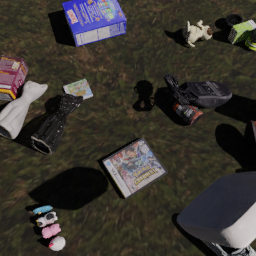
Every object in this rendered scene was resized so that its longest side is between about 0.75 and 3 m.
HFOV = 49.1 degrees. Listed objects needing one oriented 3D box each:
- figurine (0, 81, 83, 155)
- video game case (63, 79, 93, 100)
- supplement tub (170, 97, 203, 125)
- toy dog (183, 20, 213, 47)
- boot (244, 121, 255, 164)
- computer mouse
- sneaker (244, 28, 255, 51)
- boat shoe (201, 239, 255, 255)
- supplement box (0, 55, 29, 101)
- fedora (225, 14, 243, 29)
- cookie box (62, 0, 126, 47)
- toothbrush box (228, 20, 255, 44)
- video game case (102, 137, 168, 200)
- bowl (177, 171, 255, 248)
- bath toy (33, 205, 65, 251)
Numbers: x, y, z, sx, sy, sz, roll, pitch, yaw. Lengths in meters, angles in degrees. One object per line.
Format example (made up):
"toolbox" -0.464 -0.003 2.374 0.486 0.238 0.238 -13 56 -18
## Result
"figurine" -3.170 -0.591 9.996 2.511 1.081 2.450 20 59 10
"video game case" -1.933 -1.425 10.833 0.927 0.102 0.844 -21 66 -10
"supplement tub" 2.079 -0.698 10.178 0.641 0.641 1.198 -37 69 -16
"toy dog" 2.980 -3.989 11.751 1.107 0.772 1.073 -5 72 -4
"boot" 5.443 0.737 9.335 2.627 0.899 2.473 -10 64 -6
"computer mouse" 2.569 -1.231 10.217 2.533 0.668 1.754 0 43 -19
"sneaker" 6.114 -3.970 11.595 2.421 0.980 0.894 -22 66 -10
"boat shoe" 3.027 3.498 7.963 2.484 0.885 0.867 38 69 17
"supplement box" -4.559 -1.893 10.727 0.901 0.699 1.632 7 64 4
"fedora" 4.605 -4.623 12.265 0.796 0.364 0.796 1 63 -1
"cookie box" -1.453 -4.718 12.032 2.272 0.854 1.944 -18 65 -9
"toothbrush box" 4.798 -4.035 11.793 0.948 0.690 0.408 -20 65 -9
"video game case" 0.220 1.315 9.419 1.671 0.213 1.510 -30 67 -14
"bowl" 2.038 1.602 5.469 1.785 1.782 0.666 -35 93 -24
"bath toy" -2.383 3.033 8.414 0.599 0.509 1.378 -40 65 19
